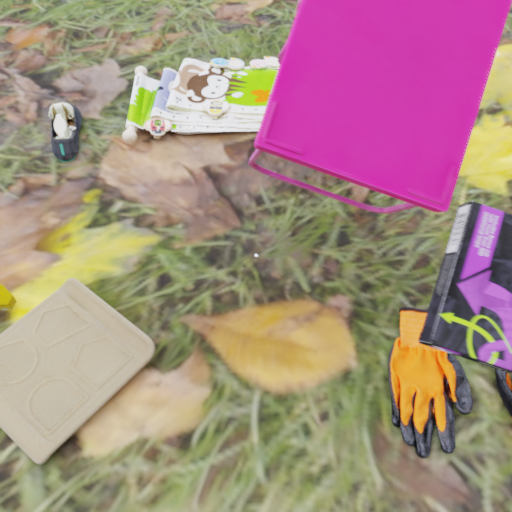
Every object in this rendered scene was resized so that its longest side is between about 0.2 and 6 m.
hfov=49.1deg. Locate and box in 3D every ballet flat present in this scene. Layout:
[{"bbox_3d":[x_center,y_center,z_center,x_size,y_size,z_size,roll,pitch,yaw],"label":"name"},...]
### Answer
[{"bbox_3d":[-3.546,-2.464,10.354,0.613,0.613,1.677,-9,51,-7],"label":"ballet flat"}]

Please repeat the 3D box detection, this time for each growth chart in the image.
[{"bbox_3d":[-0.705,-3.250,11.172,3.806,0.338,2.754,-5,50,-5],"label":"growth chart"}]

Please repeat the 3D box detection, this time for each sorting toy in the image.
[{"bbox_3d":[-2.925,1.227,7.548,2.668,0.357,1.988,33,62,24],"label":"sorting toy"}]

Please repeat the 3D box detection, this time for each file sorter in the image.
[{"bbox_3d":[1.299,-2.172,6.529,2.076,1.873,2.987,18,87,-7],"label":"file sorter"}]

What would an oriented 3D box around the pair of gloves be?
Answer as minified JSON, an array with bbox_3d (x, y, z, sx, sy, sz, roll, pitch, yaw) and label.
[{"bbox_3d":[2.900,1.669,7.187,2.396,0.296,2.135,10,51,7],"label":"pair of gloves"}]

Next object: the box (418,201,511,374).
[{"bbox_3d":[2.394,0.412,4.711,1.756,0.317,1.255,18,84,-4],"label":"box"}]
